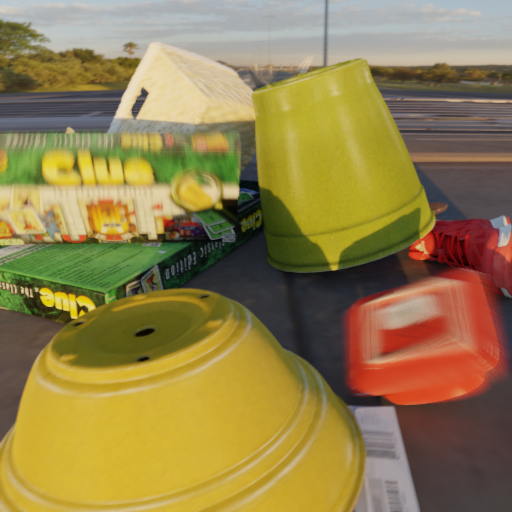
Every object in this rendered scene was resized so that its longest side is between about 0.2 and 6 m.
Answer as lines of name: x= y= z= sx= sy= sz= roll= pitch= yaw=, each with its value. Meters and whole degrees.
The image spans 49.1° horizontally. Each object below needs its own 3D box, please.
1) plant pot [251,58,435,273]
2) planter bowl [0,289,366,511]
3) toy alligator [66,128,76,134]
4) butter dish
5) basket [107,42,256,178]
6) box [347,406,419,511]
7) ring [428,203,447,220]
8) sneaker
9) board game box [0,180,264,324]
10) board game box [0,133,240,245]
plant pot: x=1.093 y=-1.469 z=8.408 sx=2.651 sy=2.553 sz=2.651 roll=-16 pitch=17 yaw=5
planter bowl: x=-0.696 y=1.005 z=4.050 sx=2.859 sy=1.191 sz=2.859 roll=-8 pitch=18 yaw=2
toy alligator: x=-2.546 y=-1.170 z=8.916 sx=0.964 sy=1.054 sz=3.554 roll=-49 pitch=45 yaw=-7
butter dish: x=1.625 y=0.919 z=5.275 sx=1.302 sy=0.963 sz=1.299 roll=-20 pitch=32 yaw=23
basket: x=-1.062 y=-2.151 z=9.448 sx=1.600 sy=1.971 sz=1.989 roll=48 pitch=29 yaw=24
box: x=0.089 y=1.641 z=4.045 sx=1.990 sy=0.410 sz=1.552 roll=2 pitch=20 yaw=4
ring: x=2.141 y=-0.633 z=9.745 sx=2.285 sy=0.219 sz=2.285 roll=-9 pitch=8 yaw=1
sneaker: x=2.874 y=0.003 z=8.004 sx=1.522 sy=1.033 sz=2.636 roll=-2 pitch=6 yaw=20
board game box: x=-1.842 y=-0.460 z=9.416 sx=3.054 sy=0.684 sz=5.830 roll=12 pitch=23 yaw=23
board game box: x=-1.868 y=-0.808 z=7.160 sx=3.299 sy=1.729 sz=0.387 roll=-1 pitch=49 yaw=-4
